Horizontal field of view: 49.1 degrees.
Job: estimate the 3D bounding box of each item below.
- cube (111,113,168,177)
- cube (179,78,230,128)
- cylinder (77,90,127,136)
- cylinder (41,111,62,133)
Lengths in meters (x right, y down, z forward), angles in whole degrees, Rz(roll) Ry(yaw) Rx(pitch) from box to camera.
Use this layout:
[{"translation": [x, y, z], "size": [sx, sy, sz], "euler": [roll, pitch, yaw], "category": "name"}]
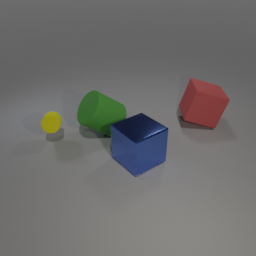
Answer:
[{"translation": [0.373, 0.524, 9.601], "size": [1.400, 1.400, 1.400], "euler": [-22, 38, -31], "category": "cube"}, {"translation": [3.116, -1.051, 11.691], "size": [1.400, 1.400, 1.400], "euler": [14, 30, -9], "category": "cube"}, {"translation": [-1.017, -0.558, 10.886], "size": [1.400, 1.400, 1.400], "euler": [24, 14, -39], "category": "cylinder"}, {"translation": [-2.888, -0.220, 10.595], "size": [0.700, 0.700, 0.700], "euler": [-4, 15, -7], "category": "cylinder"}]
